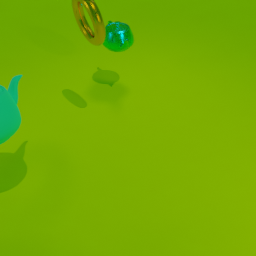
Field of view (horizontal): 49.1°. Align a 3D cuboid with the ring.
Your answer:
[{"bbox_3d":[-0.847,-2.330,5.992,0.235,1.173,1.173,-31,47,-17],"label":"ring"}]

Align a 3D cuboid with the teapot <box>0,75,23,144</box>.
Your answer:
[{"bbox_3d":[-2.190,-0.297,4.134,1.195,0.941,1.922,13,28,17],"label":"teapot"}]

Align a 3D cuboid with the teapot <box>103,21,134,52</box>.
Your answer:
[{"bbox_3d":[-0.277,-2.645,8.010,0.953,0.750,1.532,-16,48,-16],"label":"teapot"}]
